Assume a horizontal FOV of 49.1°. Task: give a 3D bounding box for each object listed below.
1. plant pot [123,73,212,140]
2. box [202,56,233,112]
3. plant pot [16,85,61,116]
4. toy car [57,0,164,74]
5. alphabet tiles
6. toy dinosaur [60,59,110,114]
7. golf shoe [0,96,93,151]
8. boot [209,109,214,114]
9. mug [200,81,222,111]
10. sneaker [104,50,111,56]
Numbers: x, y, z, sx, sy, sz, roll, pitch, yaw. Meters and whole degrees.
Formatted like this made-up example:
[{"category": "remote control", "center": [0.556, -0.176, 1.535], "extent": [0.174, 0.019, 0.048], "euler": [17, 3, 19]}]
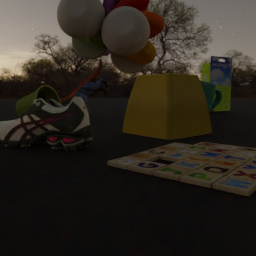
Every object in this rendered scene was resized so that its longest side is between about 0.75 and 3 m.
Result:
[{"category": "plant pot", "center": [0.919, -0.566, 6.651], "extent": [1.567, 1.382, 1.567], "euler": [-7, 10, -40]}, {"category": "box", "center": [4.445, -2.169, 14.025], "extent": [1.634, 2.680, 0.639], "euler": [-4, 8, -31]}, {"category": "plant pot", "center": [-3.124, -0.725, 9.542], "extent": [1.171, 1.233, 1.233], "euler": [-11, 2, 25]}, {"category": "toy car", "center": [-0.393, -2.956, 7.690], "extent": [2.873, 2.155, 2.515], "euler": [21, -3, 5]}, {"category": "alphabet tiles", "center": [1.097, 0.430, 3.972], "extent": [1.810, 0.082, 2.165], "euler": [5, 10, 38]}, {"category": "toy dinosaur", "center": [-1.977, -1.427, 11.815], "extent": [2.293, 2.527, 1.327], "euler": [-10, -17, -19]}, {"category": "golf shoe", "center": [-1.606, -0.104, 5.045], "extent": [2.047, 0.901, 0.790], "euler": [1, 8, 15]}, {"category": "boot", "center": [3.279, -0.844, 12.915], "extent": [1.206, 0.416, 1.294], "euler": [0, 11, 11]}, {"category": "mug", "center": [2.405, -1.052, 10.346], "extent": [2.148, 1.328, 1.765], "euler": [12, 8, 9]}, {"category": "sneaker", "center": [-0.672, -3.170, 10.189], "extent": [1.043, 0.663, 1.829], "euler": [-43, -7, -7]}]
